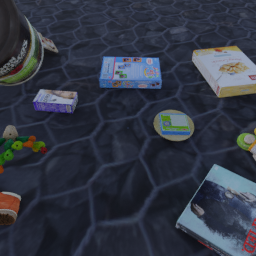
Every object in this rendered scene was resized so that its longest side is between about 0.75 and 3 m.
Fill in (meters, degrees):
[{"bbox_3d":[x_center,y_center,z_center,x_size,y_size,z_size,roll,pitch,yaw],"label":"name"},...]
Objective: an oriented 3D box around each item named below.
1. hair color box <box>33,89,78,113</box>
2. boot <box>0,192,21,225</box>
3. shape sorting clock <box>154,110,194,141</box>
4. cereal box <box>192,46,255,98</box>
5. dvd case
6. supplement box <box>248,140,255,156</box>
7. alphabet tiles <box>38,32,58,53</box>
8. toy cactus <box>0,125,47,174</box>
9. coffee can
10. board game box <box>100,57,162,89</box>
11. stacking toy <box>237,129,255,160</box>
[{"bbox_3d":[-2.356,-0.886,9.206,1.278,0.414,0.699,6,43,4],"label":"hair color box"},{"bbox_3d":[-3.125,1.772,6.341,1.335,0.501,0.716,4,37,-4],"label":"boot"},{"bbox_3d":[1.383,-0.086,8.459,1.219,0.239,1.219,3,46,-3],"label":"shape sorting clock"},{"bbox_3d":[3.765,-2.186,10.501,1.894,0.520,2.632,-8,44,-9],"label":"cereal box"},{"bbox_3d":[2.763,2.099,6.067,2.817,0.310,2.056,28,50,26],"label":"dvd case"},{"bbox_3d":[3.775,0.627,7.200,1.098,0.404,0.692,41,95,21],"label":"supplement box"},{"bbox_3d":[-4.223,-3.825,11.499,2.637,0.100,2.205,13,28,-38],"label":"alphabet tiles"},{"bbox_3d":[-2.269,0.334,5.496,1.262,0.645,1.041,-13,36,-14],"label":"toy cactus"},{"bbox_3d":[-3.171,-2.061,6.457,1.954,1.954,2.669,-6,5,-6],"label":"coffee can"},{"bbox_3d":[0.103,-2.105,10.509,2.190,0.401,1.657,1,43,1],"label":"board game box"},{"bbox_3d":[3.872,0.322,7.756,1.300,0.607,1.436,-14,44,-15],"label":"stacking toy"}]
